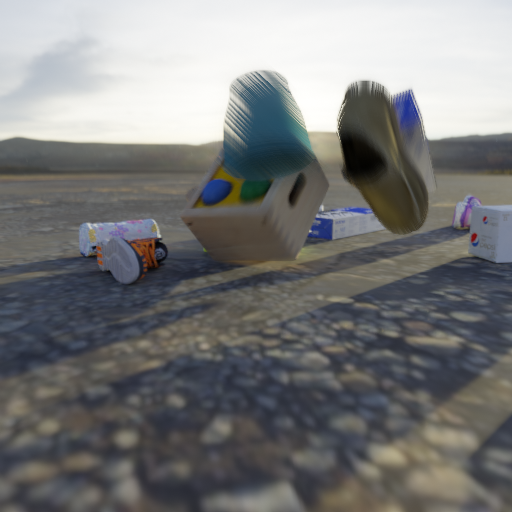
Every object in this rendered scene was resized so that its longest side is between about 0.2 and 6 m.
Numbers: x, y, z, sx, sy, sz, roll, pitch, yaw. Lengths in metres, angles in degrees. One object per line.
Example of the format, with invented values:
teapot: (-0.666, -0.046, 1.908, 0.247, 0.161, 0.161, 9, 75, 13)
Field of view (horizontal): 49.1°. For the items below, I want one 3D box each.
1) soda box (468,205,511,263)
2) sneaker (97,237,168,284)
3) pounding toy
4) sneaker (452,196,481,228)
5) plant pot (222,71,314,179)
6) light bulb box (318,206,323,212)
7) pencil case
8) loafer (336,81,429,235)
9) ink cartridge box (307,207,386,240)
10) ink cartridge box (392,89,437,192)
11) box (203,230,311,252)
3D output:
soda box: (5.561, -0.461, 10.568, 2.883, 0.982, 0.918, -2, 11, -12)
sneaker: (-1.859, -0.034, 9.049, 1.046, 0.724, 1.866, -7, 13, -28)
pounding toy: (-0.330, -1.320, 10.311, 2.964, 1.356, 2.604, 0, 49, 36)
sneaker: (5.778, -1.083, 14.760, 0.859, 0.782, 1.944, 13, 20, 26)
plant pot: (0.100, -1.822, 7.697, 1.251, 1.176, 1.251, -6, -11, -1)
light bulb box: (1.338, -1.041, 14.838, 0.858, 0.536, 0.851, 1, 11, 8)
pencil case: (-2.682, -0.365, 11.003, 1.548, 0.643, 0.702, -8, 15, -37)
loafer: (2.184, -1.541, 10.268, 1.248, 3.284, 1.107, 9, 50, 47)
ink cartridge box: (2.134, -0.830, 13.768, 1.104, 0.519, 2.348, 11, 15, 42)
ink cartridge box: (3.313, -2.331, 11.720, 0.463, 2.094, 0.984, -16, 50, 16)
box: (0.032, -0.304, 11.171, 1.883, 0.449, 1.148, 5, 12, 25)
